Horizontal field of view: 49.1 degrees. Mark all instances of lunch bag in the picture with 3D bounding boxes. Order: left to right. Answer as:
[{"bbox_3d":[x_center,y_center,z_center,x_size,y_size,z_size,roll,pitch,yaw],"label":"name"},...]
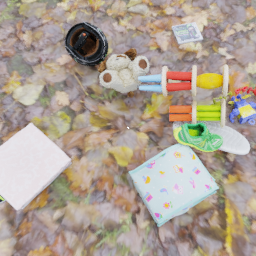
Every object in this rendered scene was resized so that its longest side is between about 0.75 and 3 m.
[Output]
[{"bbox_3d":[1.527,1.801,9.387,2.380,1.451,2.028,-29,66,-8],"label":"lunch bag"}]

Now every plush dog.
[{"bbox_3d":[-0.213,-2.210,10.921,1.957,1.570,1.681,-23,61,-1],"label":"plush dog"}]

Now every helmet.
[{"bbox_3d":[-1.742,-3.526,11.842,1.867,1.780,1.867,-3,106,-9],"label":"helmet"}]

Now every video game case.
[{"bbox_3d":[2.794,-4.490,13.245,1.191,0.139,1.083,-12,64,-6],"label":"video game case"}]

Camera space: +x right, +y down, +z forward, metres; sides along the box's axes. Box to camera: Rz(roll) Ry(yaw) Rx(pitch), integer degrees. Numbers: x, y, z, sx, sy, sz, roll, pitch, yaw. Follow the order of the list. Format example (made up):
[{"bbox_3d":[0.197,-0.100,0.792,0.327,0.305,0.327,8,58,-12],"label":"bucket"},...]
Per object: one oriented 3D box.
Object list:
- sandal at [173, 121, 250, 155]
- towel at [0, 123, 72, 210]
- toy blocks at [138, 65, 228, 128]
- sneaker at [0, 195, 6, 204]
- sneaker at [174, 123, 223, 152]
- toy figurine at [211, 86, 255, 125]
[{"bbox_3d":[3.089,0.340,10.568,2.872,0.706,1.169,22,50,20],"label":"sandal"},{"bbox_3d":[-3.717,1.308,10.110,2.428,0.410,2.542,38,63,18],"label":"towel"},{"bbox_3d":[1.915,-1.051,9.869,2.913,2.428,1.058,2,42,15],"label":"toy blocks"},{"bbox_3d":[-4.701,2.392,9.554,1.337,0.554,0.479,-20,66,-14],"label":"sneaker"},{"bbox_3d":[2.478,0.298,9.344,1.948,0.814,0.721,11,58,-24],"label":"sneaker"},{"bbox_3d":[4.396,-0.703,10.829,2.274,1.199,1.362,-20,70,-9],"label":"toy figurine"}]
